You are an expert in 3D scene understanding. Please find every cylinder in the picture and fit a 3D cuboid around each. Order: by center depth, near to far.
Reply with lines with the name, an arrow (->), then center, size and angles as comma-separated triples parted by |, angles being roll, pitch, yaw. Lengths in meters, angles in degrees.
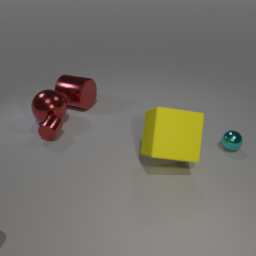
cylinder -> -2.836, -0.016, 10.288 | 0.700, 0.700, 0.700 | 6, 41, 11
cylinder -> -2.344, -1.640, 12.687 | 1.400, 1.400, 1.400 | 12, 31, 21

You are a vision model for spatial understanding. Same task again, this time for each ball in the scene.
ball -> 3.563, 0.426, 9.591 | 0.700, 0.700, 0.700 | 0, 29, 0
ball -> -3.160, -0.849, 11.268 | 1.400, 1.400, 1.400 | 0, 29, 0

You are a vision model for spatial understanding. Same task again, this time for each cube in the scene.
cube -> 1.268, 0.205, 8.362 | 1.400, 1.400, 1.400 | 7, -3, -10
